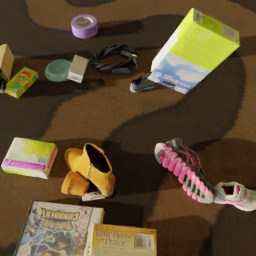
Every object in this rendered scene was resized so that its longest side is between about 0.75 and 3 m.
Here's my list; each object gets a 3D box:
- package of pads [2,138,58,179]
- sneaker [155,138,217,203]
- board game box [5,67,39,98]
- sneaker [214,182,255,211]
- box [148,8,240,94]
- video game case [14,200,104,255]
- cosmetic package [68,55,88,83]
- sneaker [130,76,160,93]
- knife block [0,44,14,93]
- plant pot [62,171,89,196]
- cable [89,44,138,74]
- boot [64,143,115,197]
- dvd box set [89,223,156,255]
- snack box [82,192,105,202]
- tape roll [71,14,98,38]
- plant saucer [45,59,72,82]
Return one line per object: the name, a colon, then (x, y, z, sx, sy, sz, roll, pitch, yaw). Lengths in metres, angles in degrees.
package of pads: (-3.657, 1.092, 10.542, 1.738, 0.593, 1.342, 8, 55, 6)
sneaker: (2.284, 1.395, 10.156, 1.343, 1.113, 2.817, -24, 58, -30)
board game box: (-4.951, -2.121, 12.996, 0.772, 0.362, 1.520, 23, 58, 16)
sneaker: (3.772, 2.295, 9.549, 1.803, 0.796, 0.734, 7, 55, 5)
box: (2.082, -2.407, 9.478, 1.762, 2.891, 0.689, 19, 59, -16)
video game case: (-2.176, 3.552, 8.938, 2.530, 0.323, 2.287, 5, 55, 4)
cosmetic package: (-2.370, -2.820, 13.314, 0.691, 0.497, 1.225, 20, 52, -12)
sneaker: (0.848, -2.149, 12.813, 1.589, 0.695, 0.591, -24, 58, -16)
knife block: (-5.858, -2.626, 12.862, 2.280, 0.831, 2.597, 25, 58, 28)
plant pot: (-1.796, 2.005, 9.789, 0.737, 0.805, 0.805, 20, 57, 6)
cable: (-0.690, -3.481, 13.827, 2.426, 0.616, 1.980, -1, 54, 0)
boot: (-1.378, 1.071, 9.695, 0.941, 1.914, 2.674, -35, 58, -27)
dvd box set: (-0.193, 4.312, 8.131, 2.055, 0.413, 2.809, 8, 55, -7)
snack box: (-1.223, 2.412, 9.901, 0.771, 0.094, 0.277, -6, 54, -4)
tape roll: (-2.376, -5.580, 15.354, 1.382, 0.587, 1.382, 0, 54, -1)
plant saucer: (-3.321, -2.873, 13.602, 1.497, 0.269, 1.497, 0, 55, 0)
